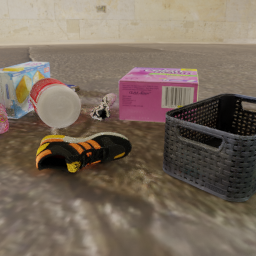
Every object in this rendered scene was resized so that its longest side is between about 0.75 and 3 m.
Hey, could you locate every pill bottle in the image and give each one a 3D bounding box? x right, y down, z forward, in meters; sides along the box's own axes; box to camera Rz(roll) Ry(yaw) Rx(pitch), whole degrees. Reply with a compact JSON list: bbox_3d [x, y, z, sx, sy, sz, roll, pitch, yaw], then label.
[{"bbox_3d":[-2.211,-0.828,8.154,1.148,1.148,2.045,-10,24,-26],"label":"pill bottle"}]

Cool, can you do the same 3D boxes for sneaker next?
[{"bbox_3d":[-0.838,0.556,5.367,1.833,0.641,0.825,-1,34,1],"label":"sneaker"},{"bbox_3d":[-0.597,-0.585,8.190,0.980,0.391,0.637,-40,39,-17],"label":"sneaker"}]

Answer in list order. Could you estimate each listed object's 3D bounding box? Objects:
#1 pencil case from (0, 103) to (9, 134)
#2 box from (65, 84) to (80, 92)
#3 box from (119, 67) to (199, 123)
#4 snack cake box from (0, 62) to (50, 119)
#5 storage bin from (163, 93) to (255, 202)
[{"bbox_3d":[-3.553,-0.282,7.534,0.594,0.594,1.359,-9,24,-23],"label":"pencil case"},{"bbox_3d":[-2.834,-1.675,11.802,1.413,0.229,0.856,12,23,32],"label":"box"},{"bbox_3d":[1.056,-1.119,8.859,2.198,1.208,2.499,4,20,12],"label":"box"},{"bbox_3d":[-3.405,-1.326,9.176,0.811,1.388,2.414,4,21,9],"label":"snack cake box"},{"bbox_3d":[2.015,0.186,5.441,2.490,1.167,1.684,-20,28,-41],"label":"storage bin"}]
